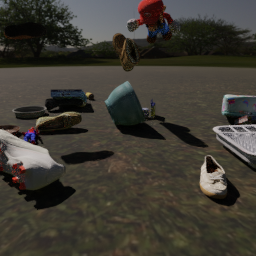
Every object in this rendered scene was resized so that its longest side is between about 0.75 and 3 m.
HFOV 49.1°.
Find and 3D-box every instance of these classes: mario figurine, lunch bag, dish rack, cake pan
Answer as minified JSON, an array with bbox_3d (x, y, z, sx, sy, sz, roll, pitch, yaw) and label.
[{"bbox_3d":[0.683,-2.635,7.334,0.940,1.094,1.773,49,8,15],"label":"mario figurine"},{"bbox_3d":[5.444,-0.987,12.912,2.081,1.000,2.595,6,8,18],"label":"lunch bag"},{"bbox_3d":[4.205,0.553,8.817,2.367,0.600,2.758,-1,16,-7],"label":"dish rack"},{"bbox_3d":[-4.916,-0.813,14.045,1.620,0.297,1.620,0,16,0],"label":"cake pan"}]

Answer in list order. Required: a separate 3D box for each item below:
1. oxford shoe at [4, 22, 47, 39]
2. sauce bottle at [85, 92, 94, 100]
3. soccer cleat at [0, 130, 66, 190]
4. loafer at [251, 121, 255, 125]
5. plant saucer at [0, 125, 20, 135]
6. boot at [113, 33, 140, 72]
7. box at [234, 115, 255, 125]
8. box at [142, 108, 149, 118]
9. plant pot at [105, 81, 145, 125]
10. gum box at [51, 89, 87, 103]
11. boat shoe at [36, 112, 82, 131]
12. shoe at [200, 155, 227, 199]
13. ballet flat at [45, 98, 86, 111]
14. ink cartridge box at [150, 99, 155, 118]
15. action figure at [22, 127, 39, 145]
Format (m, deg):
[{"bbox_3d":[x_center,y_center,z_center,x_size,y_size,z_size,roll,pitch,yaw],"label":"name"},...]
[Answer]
[{"bbox_3d":[-4.046,-3.792,11.039,1.649,0.588,0.588,-14,5,-31],"label":"oxford shoe"},{"bbox_3d":[-2.607,-2.151,18.490,0.408,0.408,1.236,-8,18,-25],"label":"sauce bottle"},{"bbox_3d":[-2.814,0.794,7.490,1.140,1.018,2.939,-8,24,-44],"label":"soccer cleat"},{"bbox_3d":[5.525,-0.049,11.344,1.271,0.464,0.451,-2,-11,-7],"label":"loafer"},{"bbox_3d":[-4.908,0.155,10.872,1.364,0.219,1.364,1,16,0],"label":"plant saucer"},{"bbox_3d":[-0.064,-3.641,12.690,0.766,2.029,2.317,-24,3,-4],"label":"boot"},{"bbox_3d":[5.097,-0.331,11.736,0.799,0.233,1.167,-1,-8,-4],"label":"box"},{"bbox_3d":[0.377,-0.683,13.353,1.233,0.432,0.396,-5,17,-17],"label":"box"},{"bbox_3d":[-0.226,-0.876,11.998,1.267,1.892,1.892,-25,20,-4],"label":"plant pot"},{"bbox_3d":[-3.332,-1.801,16.035,1.693,0.444,1.992,0,-5,-1],"label":"gum box"},{"bbox_3d":[-2.787,-0.208,11.417,1.844,0.673,0.580,-6,26,-15],"label":"boat shoe"},{"bbox_3d":[2.070,1.174,6.913,0.598,0.457,1.711,2,16,8],"label":"shoe"},{"bbox_3d":[-3.422,-1.264,15.451,2.343,0.666,0.779,-3,-7,-31],"label":"ballet flat"},{"bbox_3d":[1.217,-0.961,13.619,0.193,0.823,0.814,4,17,11],"label":"ink cartridge box"},{"bbox_3d":[-3.520,0.280,10.126,0.584,0.461,1.785,-6,14,-12],"label":"action figure"}]
